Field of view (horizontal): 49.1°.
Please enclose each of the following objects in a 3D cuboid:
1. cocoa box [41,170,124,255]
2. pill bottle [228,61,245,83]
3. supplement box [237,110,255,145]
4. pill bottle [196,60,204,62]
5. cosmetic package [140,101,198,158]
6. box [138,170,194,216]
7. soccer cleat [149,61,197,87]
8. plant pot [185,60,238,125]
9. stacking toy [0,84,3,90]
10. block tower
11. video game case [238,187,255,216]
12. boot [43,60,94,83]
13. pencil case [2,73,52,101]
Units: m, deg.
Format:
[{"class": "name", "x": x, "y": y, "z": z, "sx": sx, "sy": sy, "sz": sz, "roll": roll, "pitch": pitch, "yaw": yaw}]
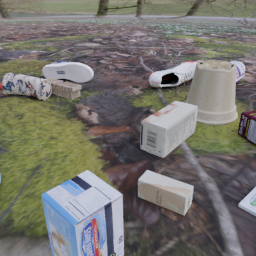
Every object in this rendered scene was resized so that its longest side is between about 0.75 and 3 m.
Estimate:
[{"class": "cocoa box", "x": -0.731, "y": 1.670, "z": 4.725, "sx": 0.953, "sy": 1.452, "sz": 0.968, "roll": -24, "pitch": 36, "yaw": -39}, {"class": "pill bottle", "x": 4.995, "y": -2.653, "z": 13.594, "sx": 1.076, "sy": 1.076, "sz": 1.932, "roll": 19, "pitch": 32, "yaw": 33}, {"class": "supplement box", "x": 4.737, "y": 0.305, "z": 8.054, "sx": 1.519, "sy": 0.850, "sz": 2.791, "roll": -11, "pitch": 30, "yaw": -19}, {"class": "pill bottle", "x": 3.896, "y": -2.933, "z": 14.428, "sx": 0.819, "sy": 0.819, "sz": 1.369, "roll": -5, "pitch": 28, "yaw": -10}, {"class": "cosmetic package", "x": 1.277, "y": -0.028, "z": 8.559, "sx": 0.855, "sy": 1.013, "sz": 1.960, "roll": 20, "pitch": 32, "yaw": 34}, {"class": "box", "x": 0.819, "y": 1.418, "z": 6.239, "sx": 1.152, "sy": 0.547, "sz": 0.448, "roll": 14, "pitch": 31, "yaw": 29}, {"class": "soccer cleat", "x": 2.390, "y": -2.487, "z": 13.355, "sx": 2.893, "sy": 0.993, "sz": 1.232, "roll": -16, "pitch": 26, "yaw": -18}, {"class": "plant pot", "x": 3.091, "y": -1.413, "z": 10.277, "sx": 2.075, "sy": 1.899, "sz": 2.075, "roll": 0, "pitch": 27, "yaw": 0}, {"class": "stacking toy", "x": -5.981, "y": -2.016, "z": 12.731, "sx": 0.374, "sy": 0.801, "sz": 0.884, "roll": 8, "pitch": 24, "yaw": -11}, {"class": "block tower", "x": -2.968, "y": -1.757, "z": 12.439, "sx": 2.014, "sy": 0.582, "sz": 0.544, "roll": 16, "pitch": 31, "yaw": 32}, {"class": "video game case", "x": 3.028, "y": 1.692, "z": 6.170, "sx": 0.900, "sy": 0.107, "sz": 0.819, "roll": -23, "pitch": 35, "yaw": -38}, {"class": "boot", "x": -2.900, "y": -3.064, "z": 14.433, "sx": 2.810, "sy": 1.022, "sz": 1.269, "roll": 8, "pitch": 33, "yaw": 17}, {"class": "pencil case", "x": -4.386, "y": -1.777, "z": 12.160, "sx": 2.200, "sy": 0.984, "sz": 0.856, "roll": 12, "pitch": 1, "yaw": 22}]
